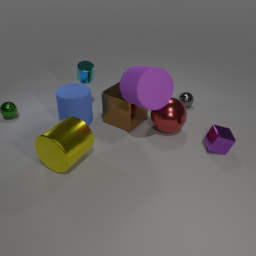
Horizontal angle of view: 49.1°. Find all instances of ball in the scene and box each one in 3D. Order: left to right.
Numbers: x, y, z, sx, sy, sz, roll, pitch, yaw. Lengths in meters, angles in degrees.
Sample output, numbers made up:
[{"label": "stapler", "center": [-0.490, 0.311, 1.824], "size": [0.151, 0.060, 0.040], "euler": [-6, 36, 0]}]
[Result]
[{"label": "ball", "center": [-5.046, -0.771, 11.850], "size": [0.700, 0.700, 0.700], "euler": [0, 33, 0]}, {"label": "ball", "center": [1.580, -0.507, 10.872], "size": [1.400, 1.400, 1.400], "euler": [0, 33, 0]}, {"label": "ball", "center": [2.631, -1.279, 12.711], "size": [0.700, 0.700, 0.700], "euler": [0, 33, 0]}]

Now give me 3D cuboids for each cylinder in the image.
[{"label": "cylinder", "center": [-2.080, 0.515, 9.274], "size": [1.400, 1.400, 1.400], "euler": [17, 37, 25]}, {"label": "cylinder", "center": [-2.177, -0.918, 11.493], "size": [1.400, 1.400, 1.400], "euler": [0, 33, 0]}, {"label": "cylinder", "center": [-1.782, -2.335, 11.751], "size": [0.700, 0.700, 0.700], "euler": [6, 51, -7]}, {"label": "cylinder", "center": [0.615, -1.413, 9.646], "size": [1.400, 1.400, 1.400], "euler": [-15, 20, -22]}]

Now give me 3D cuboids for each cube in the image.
[{"label": "cube", "center": [-0.100, -0.934, 11.510], "size": [1.400, 1.400, 1.400], "euler": [21, 39, 28]}, {"label": "cube", "center": [3.226, 0.407, 9.883], "size": [0.700, 0.700, 0.700], "euler": [13, 37, -14]}]
